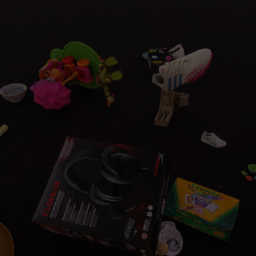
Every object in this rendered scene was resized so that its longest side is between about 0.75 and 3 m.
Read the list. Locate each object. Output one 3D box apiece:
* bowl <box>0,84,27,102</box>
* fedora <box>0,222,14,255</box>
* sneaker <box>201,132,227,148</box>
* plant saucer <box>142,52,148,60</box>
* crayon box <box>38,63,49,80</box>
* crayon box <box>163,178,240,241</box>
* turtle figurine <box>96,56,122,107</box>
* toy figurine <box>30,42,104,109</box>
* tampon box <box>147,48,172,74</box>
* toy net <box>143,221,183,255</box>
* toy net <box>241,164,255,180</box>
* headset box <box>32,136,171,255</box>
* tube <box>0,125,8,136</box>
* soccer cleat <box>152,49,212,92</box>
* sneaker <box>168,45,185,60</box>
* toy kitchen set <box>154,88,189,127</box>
[{"bbox_3d":[-4.797,-1.415,11.845,1.089,0.511,1.089,-1,35,0],"label":"bowl"},{"bbox_3d":[-3.613,2.613,5.722,2.468,1.007,2.468,0,35,0],"label":"fedora"},{"bbox_3d":[2.899,0.394,9.436,0.843,0.340,0.322,19,38,23],"label":"sneaker"},{"bbox_3d":[1.375,-3.983,15.738,1.138,0.219,1.138,0,35,0],"label":"plant saucer"},{"bbox_3d":[-3.581,-2.892,13.930,1.041,0.510,1.752,6,36,8],"label":"crayon box"},{"bbox_3d":[1.822,1.989,7.036,1.671,0.487,0.992,17,39,23],"label":"crayon box"},{"bbox_3d":[-0.724,-1.679,8.909,0.577,1.445,1.792,-4,78,-23],"label":"turtle figurine"},{"bbox_3d":[-2.911,-1.975,11.513,2.995,2.248,2.756,19,48,25],"label":"toy figurine"},{"bbox_3d":[1.587,-3.461,14.443,1.017,0.857,1.357,-3,35,-4],"label":"tampon box"},{"bbox_3d":[0.782,2.834,5.863,1.247,0.459,2.378,11,36,18],"label":"toy net"},{"bbox_3d":[3.776,1.454,8.067,0.509,0.188,0.971,-16,39,-22],"label":"toy net"},{"bbox_3d":[-0.609,1.477,6.505,2.886,1.115,2.148,8,59,16],"label":"headset box"},{"bbox_3d":[-4.561,0.216,9.817,0.250,0.223,0.860,-24,24,39],"label":"tube"},{"bbox_3d":[1.403,-1.588,7.741,0.879,2.036,0.711,18,66,-21],"label":"soccer cleat"},{"bbox_3d":[2.706,-3.971,15.288,0.881,0.928,2.305,-30,8,22],"label":"sneaker"},{"bbox_3d":[1.631,-0.827,10.370,1.012,1.240,1.119,11,36,16],"label":"toy kitchen set"}]
